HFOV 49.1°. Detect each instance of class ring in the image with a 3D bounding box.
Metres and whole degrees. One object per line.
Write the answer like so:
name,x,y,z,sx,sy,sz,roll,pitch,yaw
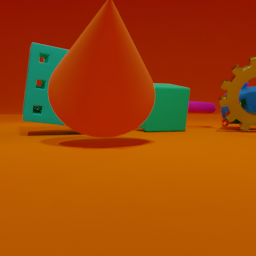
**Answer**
ring,1.816,-0.604,8.212,1.465,0.293,1.465,4,3,0

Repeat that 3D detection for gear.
gear,2.672,-0.676,5.721,1.517,1.517,0.281,1,19,15

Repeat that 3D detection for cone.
cone,-0.236,-0.789,2.965,1.346,1.346,1.351,0,-27,-8

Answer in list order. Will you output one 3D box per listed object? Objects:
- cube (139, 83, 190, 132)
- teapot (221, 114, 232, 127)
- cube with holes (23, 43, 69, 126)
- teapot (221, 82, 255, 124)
cube,0.709,-0.492,6.377,0.961,0.961,0.961,-1,14,-20
teapot,3.123,-0.475,8.093,0.737,1.186,0.580,45,-4,-24
cube with holes,-1.308,-0.820,5.563,1.332,1.332,1.332,7,9,-22
teapot,2.908,-0.643,6.918,1.231,0.969,1.979,-6,14,26
